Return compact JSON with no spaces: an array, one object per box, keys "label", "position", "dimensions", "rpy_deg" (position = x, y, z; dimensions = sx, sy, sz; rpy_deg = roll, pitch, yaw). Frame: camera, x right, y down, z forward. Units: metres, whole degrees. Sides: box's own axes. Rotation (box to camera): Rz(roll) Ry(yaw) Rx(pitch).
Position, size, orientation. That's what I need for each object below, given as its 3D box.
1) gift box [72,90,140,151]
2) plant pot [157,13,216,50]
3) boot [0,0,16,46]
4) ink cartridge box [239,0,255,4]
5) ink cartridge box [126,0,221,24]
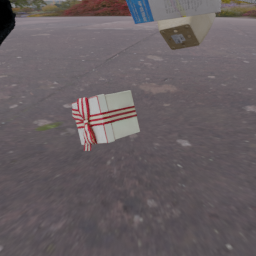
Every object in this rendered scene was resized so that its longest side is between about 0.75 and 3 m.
[{"label":"gift box","position":[-0.367,-0.100,3.933],"dimensions":[0.719,0.710,0.770],"rpy_deg":[-16,1,-43]},{"label":"plant pot","position":[1.773,-3.407,8.953],"dimensions":[1.524,1.522,1.349],"rpy_deg":[-1,66,35]},{"label":"boot","position":[-2.427,-1.454,4.623],"dimensions":[0.762,1.687,2.059],"rpy_deg":[35,35,-26]},{"label":"ink cartridge box","position":[1.714,-2.530,3.999],"dimensions":[0.577,1.464,2.944],"rpy_deg":[-35,27,16]},{"label":"ink cartridge box","position":[0.654,-1.657,3.144],"dimensions":[1.258,0.427,0.724],"rpy_deg":[-1,66,18]}]
